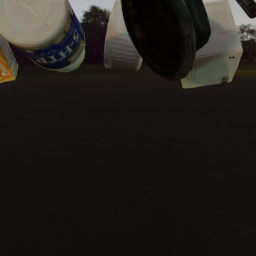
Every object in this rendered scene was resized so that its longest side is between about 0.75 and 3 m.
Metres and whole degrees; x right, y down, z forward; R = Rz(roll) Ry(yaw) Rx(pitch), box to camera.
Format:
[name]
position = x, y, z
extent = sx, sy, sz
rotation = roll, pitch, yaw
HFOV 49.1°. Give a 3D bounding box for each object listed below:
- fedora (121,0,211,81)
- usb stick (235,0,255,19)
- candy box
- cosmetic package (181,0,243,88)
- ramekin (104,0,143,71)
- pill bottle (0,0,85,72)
[fedora]
position = 0.940, -2.416, 6.190
extent = 1.198, 2.623, 2.623
rotation = -28, 22, -18
[usb stick]
position = 4.247, -4.508, 10.053
extent = 0.484, 0.284, 1.744
rotation = -24, 49, 17
[candy box]
position = -3.971, -2.347, 6.502
extent = 1.693, 2.932, 0.811
rotation = -12, 43, -2
[cosmetic package]
position = 2.562, -2.758, 9.407
extent = 1.751, 2.122, 1.749
rotation = -7, -24, 6
[ramekin]
position = 0.052, -3.463, 10.631
extent = 1.299, 2.664, 2.664
rotation = 14, 14, 4
[pill bottle]
position = -1.779, -2.145, 6.381
extent = 1.465, 1.465, 2.448
rotation = 1, -4, 4
